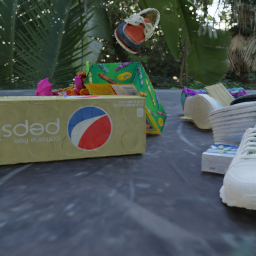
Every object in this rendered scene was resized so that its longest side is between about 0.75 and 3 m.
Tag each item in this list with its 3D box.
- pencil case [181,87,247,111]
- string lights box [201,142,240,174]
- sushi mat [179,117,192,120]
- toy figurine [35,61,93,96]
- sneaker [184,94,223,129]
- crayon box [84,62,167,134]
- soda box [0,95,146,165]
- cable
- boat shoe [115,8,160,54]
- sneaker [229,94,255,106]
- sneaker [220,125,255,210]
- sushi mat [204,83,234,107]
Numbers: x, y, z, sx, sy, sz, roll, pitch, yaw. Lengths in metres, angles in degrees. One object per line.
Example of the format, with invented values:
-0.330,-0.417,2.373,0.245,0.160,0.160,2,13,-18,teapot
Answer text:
3.286,-1.057,10.723,2.413,1.115,1.027,-2,49,0,pencil case
1.445,0.439,4.219,0.463,0.265,0.900,5,10,28,string lights box
2.183,-0.320,9.474,0.828,0.050,0.396,5,12,32,sushi mat
-2.852,-1.624,12.947,2.635,2.149,2.863,-10,-13,-1,toy figurine
2.415,-0.552,8.190,1.039,0.938,2.537,0,13,-3,sneaker
0.022,-0.610,6.377,1.177,0.577,1.982,5,-28,28,crayon box
-1.234,-0.033,4.783,2.983,1.010,0.955,-3,10,-18,soda box
2.473,-0.038,4.897,1.998,0.692,1.998,-4,-6,33,cable
0.405,-3.371,9.443,0.911,1.037,2.913,-35,14,34,boat shoe
3.794,-0.514,7.943,1.285,0.905,2.420,-5,12,-41,sneaker
1.509,0.366,3.266,0.707,0.745,1.850,6,13,25,sneaker
3.469,-1.016,10.121,0.766,0.097,1.600,-17,54,-13,sushi mat
